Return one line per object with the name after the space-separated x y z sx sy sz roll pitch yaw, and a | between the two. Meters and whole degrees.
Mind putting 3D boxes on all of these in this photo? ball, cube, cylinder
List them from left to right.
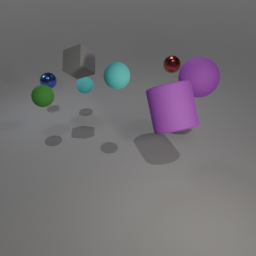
-2.677 -1.005 8.806 0.700 0.700 0.700 0 31 0 | ball
-3.380 -2.001 11.882 0.700 0.700 0.700 0 31 0 | ball
-1.457 -1.964 8.357 0.700 0.700 0.700 -10 -18 28 | cube
-1.798 -1.787 11.673 0.700 0.700 0.700 0 31 0 | ball
-0.296 -1.381 7.391 0.700 0.700 0.700 0 31 0 | ball
1.788 -2.584 11.376 0.700 0.700 0.700 0 31 0 | ball
1.361 -0.624 8.628 1.400 1.400 1.400 -12 2 0 | cylinder
2.453 -1.757 9.701 1.400 1.400 1.400 0 31 0 | ball
